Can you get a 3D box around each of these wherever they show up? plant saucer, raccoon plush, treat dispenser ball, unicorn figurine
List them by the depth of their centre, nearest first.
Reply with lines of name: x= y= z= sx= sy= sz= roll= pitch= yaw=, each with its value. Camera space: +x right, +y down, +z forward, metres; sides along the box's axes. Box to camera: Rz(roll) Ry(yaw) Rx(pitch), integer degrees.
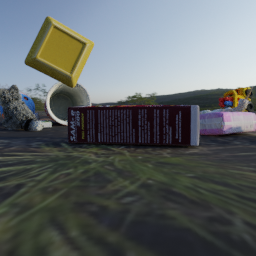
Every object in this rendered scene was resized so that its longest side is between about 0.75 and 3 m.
plant saucer: x=-1.659 y=-1.907 z=6.998 sx=1.370 sy=1.370 sz=0.332 roll=26 pitch=-6 yaw=-21
raccoon plush: x=-3.481 y=-0.723 z=9.260 sx=2.061 sy=1.381 sz=0.997 roll=3 pitch=20 yaw=29
unicorn figurine: x=3.662 y=-0.579 z=10.964 sx=2.431 sy=0.898 sz=1.670 roll=-24 pitch=-5 yaw=4
treat dispenser ball: x=-4.705 y=-0.826 z=11.972 sx=1.397 sy=1.397 sz=1.397 roll=0 pitch=4 yaw=0

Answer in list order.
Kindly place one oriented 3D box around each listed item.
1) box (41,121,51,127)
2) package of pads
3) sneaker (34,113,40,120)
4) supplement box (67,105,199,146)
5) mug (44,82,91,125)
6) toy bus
box: x=-3.403 y=-0.151 z=10.642 sx=0.858 sy=0.216 sz=1.189 roll=-2 pitch=6 yaw=-21
package of pads: x=2.696 y=-0.134 z=7.690 sx=1.594 sy=0.603 sz=0.961 roll=-3 pitch=2 yaw=-36
sneaker: x=-4.382 y=-0.390 z=12.738 sx=0.615 sy=0.482 sz=1.238 roll=-10 pitch=-1 yaw=-27
supplement box: x=0.188 y=-0.101 z=6.141 sx=2.660 sy=0.810 sz=1.447 roll=0 pitch=4 yaw=13
mug: x=-2.657 y=-0.777 z=12.402 sx=1.801 sy=2.396 sz=2.699 roll=-42 pitch=15 yaw=-17
toy bus: x=5.115 y=-1.314 z=13.561 sx=1.573 sy=1.638 sz=1.112 roll=17 pitch=-22 yaw=-19
